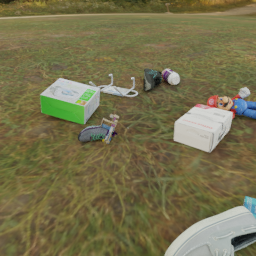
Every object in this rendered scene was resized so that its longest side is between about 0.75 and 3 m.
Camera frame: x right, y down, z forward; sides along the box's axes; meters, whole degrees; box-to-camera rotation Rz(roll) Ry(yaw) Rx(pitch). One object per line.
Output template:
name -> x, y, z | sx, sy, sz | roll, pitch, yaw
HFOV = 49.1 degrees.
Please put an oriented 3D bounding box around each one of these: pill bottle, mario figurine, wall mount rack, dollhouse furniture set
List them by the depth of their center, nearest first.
dollhouse furniture set -> -0.688, -0.001, 9.151 | 0.492, 0.712, 0.755 | 21, 38, -1
mario figurine -> 4.180, -0.893, 10.841 | 2.152, 1.140, 1.328 | 7, 28, 10
wall mount rack -> -0.698, -1.949, 13.141 | 2.219, 0.827, 1.928 | 13, 31, 25
pill bottle -> 2.261, -2.662, 14.682 | 0.639, 0.639, 1.136 | -9, 29, -16

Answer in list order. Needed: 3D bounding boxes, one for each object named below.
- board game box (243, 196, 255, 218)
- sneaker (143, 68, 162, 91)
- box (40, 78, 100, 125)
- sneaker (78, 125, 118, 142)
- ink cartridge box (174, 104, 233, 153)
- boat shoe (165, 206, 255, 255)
board game box -> 3.130, 2.004, 6.291 | 1.038, 0.244, 0.784 | 13, 31, 21
sneaker -> 1.249, -2.499, 14.108 | 0.957, 0.910, 2.414 | 4, 29, 4
box -> -2.234, -1.083, 11.090 | 1.827, 0.883, 1.612 | 16, 37, 10
sneaker -> -1.006, 0.210, 9.447 | 1.343, 0.500, 0.588 | -20, 39, -34
ink cartridge box -> 2.591, -0.054, 9.602 | 1.355, 0.789, 1.860 | 19, 32, 31
boat shoe -> 1.743, 2.201, 5.372 | 2.149, 0.750, 0.765 | -16, 36, -23
